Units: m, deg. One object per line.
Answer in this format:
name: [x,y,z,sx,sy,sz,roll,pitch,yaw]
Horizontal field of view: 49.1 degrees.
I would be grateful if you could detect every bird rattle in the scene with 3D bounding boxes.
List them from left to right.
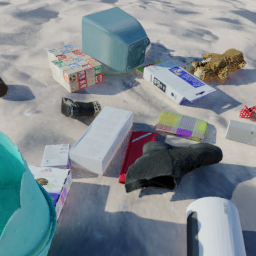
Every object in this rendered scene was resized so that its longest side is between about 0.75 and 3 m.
bird rattle: [4.433,-0.531,9.534,1.159,0.653,0.945,7,25,31]

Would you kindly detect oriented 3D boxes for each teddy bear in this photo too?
teddy bear: [3.678,-2.565,11.935,2.571,0.858,1.864,-31,39,-23]

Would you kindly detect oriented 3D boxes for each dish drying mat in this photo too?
dish drying mat: [0.315,0.787,7.937,0.806,0.191,2.098,7,38,7]

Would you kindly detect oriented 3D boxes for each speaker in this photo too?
speaker: [1.568,2.589,4.873,1.090,1.090,2.683,6,39,7]

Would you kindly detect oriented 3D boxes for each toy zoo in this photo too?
toy zoo: [1.266,-2.563,12.305,1.553,0.159,1.019,-23,43,-26]

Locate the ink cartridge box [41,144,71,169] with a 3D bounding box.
ink cartridge box: [-1.946,0.810,7.742,0.699,0.391,1.025,-3,39,-4]

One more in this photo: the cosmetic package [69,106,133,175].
cosmetic package: [-0.697,0.277,8.258,0.981,0.602,2.376,13,39,17]

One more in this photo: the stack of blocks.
stack of blocks: [-2.436,-2.593,11.834,1.543,0.785,2.679,-25,44,-28]

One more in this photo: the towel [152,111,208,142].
towel: [1.704,-0.082,9.063,1.623,0.185,1.166,13,37,15]

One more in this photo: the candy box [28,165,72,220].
candy box: [-2.080,1.566,6.683,1.139,0.486,1.358,5,38,7]

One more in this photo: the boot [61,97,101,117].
boot: [-1.647,-0.720,9.577,1.166,0.567,1.549,-2,15,-22]

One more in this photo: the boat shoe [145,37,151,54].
boat shoe: [0.724,-4.318,14.051,0.831,0.818,2.305,4,38,6]

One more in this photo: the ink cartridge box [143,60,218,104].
ink cartridge box: [1.942,-1.699,10.800,1.377,0.543,2.769,-21,45,-26]

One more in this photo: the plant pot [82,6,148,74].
plant pot: [-0.433,-3.606,12.163,2.264,2.222,2.216,34,48,24]

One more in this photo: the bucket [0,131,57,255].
bucket: [-2.825,1.641,4.951,2.982,1.940,2.982,-4,51,5]

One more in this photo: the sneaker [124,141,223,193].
sneaker: [1.219,1.049,7.154,2.576,0.774,1.344,4,45,-1]

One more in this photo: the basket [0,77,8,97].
basket: [-5.132,-1.659,10.739,1.048,0.713,0.945,32,48,30]

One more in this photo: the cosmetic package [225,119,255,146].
cosmetic package: [3.515,0.146,8.502,0.990,0.529,0.446,12,39,17]
